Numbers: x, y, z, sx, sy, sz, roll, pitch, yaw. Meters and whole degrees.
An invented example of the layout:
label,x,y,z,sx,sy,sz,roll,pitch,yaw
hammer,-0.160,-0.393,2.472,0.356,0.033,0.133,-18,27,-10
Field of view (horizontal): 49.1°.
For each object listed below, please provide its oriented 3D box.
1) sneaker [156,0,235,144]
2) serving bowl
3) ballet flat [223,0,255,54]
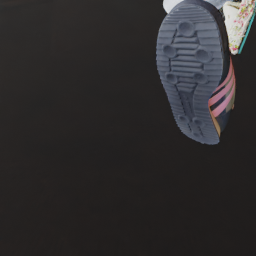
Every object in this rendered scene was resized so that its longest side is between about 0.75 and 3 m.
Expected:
label,x,y,z,sx,sy,sz,roll,pitch,yaw
sneaker,1.116,-0.853,4.112,0.940,2.679,1.099,21,66,26
serving bowl,2.336,-3.376,6.978,2.782,2.782,0.915,-25,89,-28
ballet flat,2.246,-2.505,5.352,0.691,2.161,0.817,21,39,11
